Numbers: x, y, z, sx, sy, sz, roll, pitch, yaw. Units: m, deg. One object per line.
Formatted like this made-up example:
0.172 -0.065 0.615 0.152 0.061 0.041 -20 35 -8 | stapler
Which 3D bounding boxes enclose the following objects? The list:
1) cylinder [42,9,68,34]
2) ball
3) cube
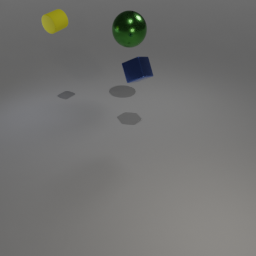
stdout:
-2.706 -3.955 10.389 0.700 0.700 0.700 19 45 28 | cylinder
0.058 -3.933 11.179 1.400 1.400 1.400 0 31 0 | ball
0.330 -1.976 9.509 0.700 0.700 0.700 -14 4 35 | cube
